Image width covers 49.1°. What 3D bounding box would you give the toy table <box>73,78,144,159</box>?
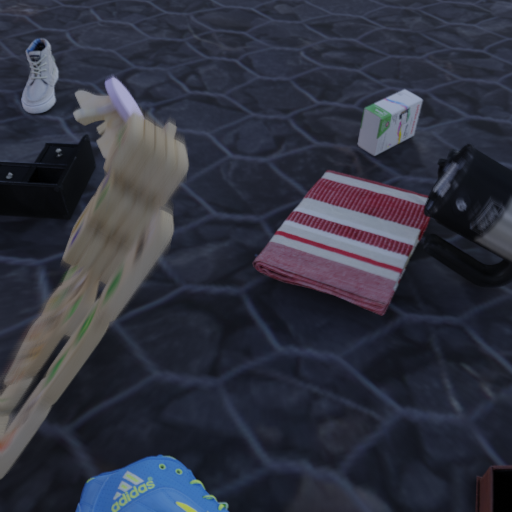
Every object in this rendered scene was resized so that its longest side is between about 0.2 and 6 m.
[{"bbox_3d":[-1.705,-1.645,6.542,0.560,0.956,0.879,-26,73,5],"label":"toy table"}]

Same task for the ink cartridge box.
[{"bbox_3d":[2.476,-2.468,10.360,1.119,0.810,0.470,-29,53,-26],"label":"ink cartridge box"}]

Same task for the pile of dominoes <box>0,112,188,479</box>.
[{"bbox_3d":[-2.014,0.351,5.623,0.615,3.865,3.013,32,15,-22],"label":"pile of dominoes"}]

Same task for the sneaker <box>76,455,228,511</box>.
[{"bbox_3d":[-0.545,2.539,5.228,2.776,1.051,1.458,2,45,3],"label":"sneaker"}]

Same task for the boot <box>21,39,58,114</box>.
[{"bbox_3d":[-4.552,-3.776,11.603,0.688,0.894,1.871,-7,46,-7],"label":"boot"}]

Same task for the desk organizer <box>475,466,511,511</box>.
[{"bbox_3d":[2.444,2.952,4.931,0.816,0.876,2.274,12,46,12],"label":"desk organizer"}]

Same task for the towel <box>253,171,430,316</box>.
[{"bbox_3d":[1.440,-0.344,8.575,1.980,0.313,2.749,19,45,20],"label":"towel"}]

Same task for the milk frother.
[{"bbox_3d":[3.350,-0.714,7.887,1.762,1.690,1.873,30,54,1],"label":"milk frother"}]

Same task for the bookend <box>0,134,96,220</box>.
[{"bbox_3d":[-3.660,-1.377,9.370,1.487,0.689,1.496,4,45,4],"label":"bookend"}]
